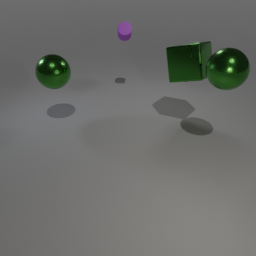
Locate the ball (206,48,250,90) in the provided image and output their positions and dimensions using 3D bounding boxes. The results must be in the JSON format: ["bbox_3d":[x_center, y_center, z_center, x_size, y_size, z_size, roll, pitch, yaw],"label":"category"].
[{"bbox_3d":[3.332,-1.968,9.390,1.400,1.400,1.400,0,31,0],"label":"ball"}]

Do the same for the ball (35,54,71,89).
[{"bbox_3d":[-3.029,-2.276,11.369,1.400,1.400,1.400,0,31,0],"label":"ball"}]

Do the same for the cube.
[{"bbox_3d":[2.524,-2.683,11.367,1.400,1.400,1.400,2,18,34],"label":"cube"}]

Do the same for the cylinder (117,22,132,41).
[{"bbox_3d":[-0.165,-4.797,13.933,0.700,0.700,0.700,0,-6,-1],"label":"cylinder"}]
